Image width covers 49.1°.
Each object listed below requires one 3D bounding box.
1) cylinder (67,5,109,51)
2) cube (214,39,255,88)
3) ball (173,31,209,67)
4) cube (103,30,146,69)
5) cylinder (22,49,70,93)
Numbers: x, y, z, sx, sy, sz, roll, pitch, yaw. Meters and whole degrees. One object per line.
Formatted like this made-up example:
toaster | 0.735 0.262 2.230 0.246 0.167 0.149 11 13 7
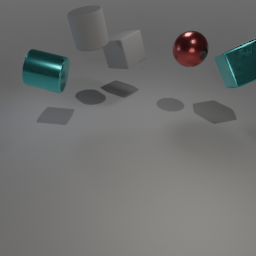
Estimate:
cylinder | -1.586 -4.018 11.282 1.400 1.400 1.400 -7 37 5
cube | 4.437 -2.464 10.941 1.400 1.400 1.400 -23 6 5
ball | 2.480 -3.126 11.131 1.400 1.400 1.400 0 31 0
cube | -0.193 -3.773 13.491 1.400 1.400 1.400 14 41 42
cylinder | -3.092 -2.161 10.692 1.400 1.400 1.400 13 31 -3
